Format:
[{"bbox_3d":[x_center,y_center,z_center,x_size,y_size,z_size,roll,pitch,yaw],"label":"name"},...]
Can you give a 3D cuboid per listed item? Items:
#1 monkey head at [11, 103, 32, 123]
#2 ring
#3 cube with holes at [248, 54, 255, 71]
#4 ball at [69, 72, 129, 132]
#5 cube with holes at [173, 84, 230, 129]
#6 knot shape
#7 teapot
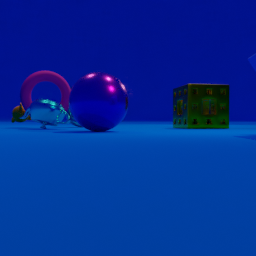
[{"bbox_3d":[-3.483,-0.574,9.192,0.641,0.765,1.064,-1,-28,-40],"label":"monkey head"},{"bbox_3d":[-2.496,-0.972,8.596,1.547,1.547,0.309,-1,7,-28],"label":"ring"},{"bbox_3d":[2.759,-0.856,3.601,1.367,1.367,1.367,-32,-1,1],"label":"cube with holes"},{"bbox_3d":[-0.577,-0.514,5.568,1.178,1.178,1.178,0,1,0],"label":"ball"},{"bbox_3d":[2.045,-0.584,8.011,1.187,1.187,1.187,0,1,-10],"label":"cube with holes"},{"bbox_3d":[-1.554,-0.589,9.567,0.716,1.450,1.550,-24,-50,25],"label":"knot shape"},{"bbox_3d":[-2.161,-0.337,7.292,1.462,0.716,0.909,10,-10,15],"label":"teapot"}]
